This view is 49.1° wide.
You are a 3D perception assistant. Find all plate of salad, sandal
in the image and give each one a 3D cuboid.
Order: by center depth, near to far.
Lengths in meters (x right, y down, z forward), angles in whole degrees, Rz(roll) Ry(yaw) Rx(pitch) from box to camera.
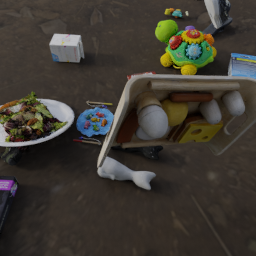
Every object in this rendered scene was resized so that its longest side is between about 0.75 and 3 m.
[{"bbox_3d":[-2.757,-0.335,7.576,2.558,0.614,2.558,1,31,-1],"label":"plate of salad"},{"bbox_3d":[3.517,-3.980,11.147,1.522,0.326,0.579,-36,52,-15],"label":"sandal"}]

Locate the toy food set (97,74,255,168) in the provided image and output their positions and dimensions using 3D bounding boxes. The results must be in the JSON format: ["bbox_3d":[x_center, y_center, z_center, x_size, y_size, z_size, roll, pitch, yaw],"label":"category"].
[{"bbox_3d":[0.933,0.047,4.929,2.714,1.948,0.820,-2,56,-20],"label":"toy food set"}]

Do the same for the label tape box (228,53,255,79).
[{"bbox_3d":[3.867,-1.948,9.388,0.901,0.416,1.257,11,50,8],"label":"label tape box"}]

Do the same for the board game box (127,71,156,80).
[{"bbox_3d":[0.500,-1.654,9.349,0.953,0.093,0.490,-12,51,-9],"label":"board game box"}]

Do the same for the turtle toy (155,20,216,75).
[{"bbox_3d":[1.922,-2.869,9.622,2.348,1.187,1.711,35,59,25],"label":"turtle toy"}]

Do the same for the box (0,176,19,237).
[{"bbox_3d":[-3.560,2.100,6.023,1.689,0.426,2.363,1,49,0],"label":"box"}]

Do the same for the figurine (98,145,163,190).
[{"bbox_3d":[0.096,0.819,7.065,1.385,0.611,1.420,15,53,7],"label":"figurine"}]

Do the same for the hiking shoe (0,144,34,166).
[{"bbox_3d":[-2.933,0.388,7.448,0.609,0.458,1.209,23,55,13],"label":"hiking shoe"}]

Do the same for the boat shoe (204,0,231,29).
[{"bbox_3d":[1.796,-2.352,5.468,0.400,1.181,0.424,-31,71,18],"label":"boat shoe"}]

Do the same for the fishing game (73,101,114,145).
[{"bbox_3d":[-0.938,-0.212,8.090,1.136,0.247,1.586,9,52,10],"label":"fishing game"}]

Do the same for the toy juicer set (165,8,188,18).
[{"bbox_3d":[2.134,-4.818,11.844,1.040,0.283,0.662,21,36,21],"label":"toy juicer set"}]

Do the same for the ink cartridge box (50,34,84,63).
[{"bbox_3d":[-2.089,-2.812,9.895,1.097,0.705,0.687,4,50,2],"label":"ink cartridge box"}]
